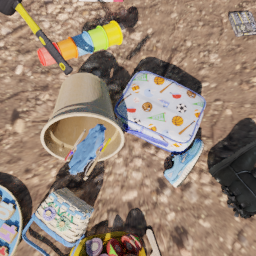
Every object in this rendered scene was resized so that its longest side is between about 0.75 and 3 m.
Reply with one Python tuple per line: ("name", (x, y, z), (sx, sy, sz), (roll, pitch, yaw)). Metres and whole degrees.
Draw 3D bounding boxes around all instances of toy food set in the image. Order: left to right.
("toy food set", (-0.278, 2.972, 6.293), (2.206, 0.721, 1.298), (-9, 63, -5))

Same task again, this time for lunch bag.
("lunch bag", (0.840, -0.439, 7.992), (2.442, 0.923, 1.957), (24, 67, 11))

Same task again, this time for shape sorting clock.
("shape sorting clock", (-3.793, 2.503, 6.669), (2.540, 0.498, 2.540), (0, 62, 0))

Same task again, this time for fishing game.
("fishing game", (-0.579, 0.318, 4.187), (0.192, 1.236, 0.885), (36, 77, -24))

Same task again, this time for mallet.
("mallet", (-1.970, -1.981, 5.820), (2.283, 0.752, 0.470), (58, 34, -2))

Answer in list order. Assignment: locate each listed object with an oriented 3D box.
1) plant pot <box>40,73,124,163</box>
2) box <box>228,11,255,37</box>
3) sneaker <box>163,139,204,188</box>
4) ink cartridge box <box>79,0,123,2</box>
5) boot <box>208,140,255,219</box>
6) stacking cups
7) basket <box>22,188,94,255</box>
("plant pot", (-1.169, -0.392, 7.510), (2.044, 2.044, 1.871), (-3, 52, -2))
("box", (4.169, -3.755, 10.086), (0.811, 0.247, 1.007), (-6, 63, -5))
("sneaker", (1.492, 0.820, 7.506), (0.681, 0.593, 1.513), (34, 67, 18))
("ink cartridge box", (-1.026, -5.557, 10.750), (1.743, 0.735, 1.262), (2, 62, 1))
("boot", (3.173, 1.302, 7.197), (1.843, 0.682, 1.510), (-31, 64, -7))
("stacking cups", (-1.192, -2.115, 7.226), (2.203, 0.667, 0.667), (-29, 66, -23))
("basket", (-1.648, 2.278, 6.533), (1.360, 1.073, 1.542), (29, 97, 14))
